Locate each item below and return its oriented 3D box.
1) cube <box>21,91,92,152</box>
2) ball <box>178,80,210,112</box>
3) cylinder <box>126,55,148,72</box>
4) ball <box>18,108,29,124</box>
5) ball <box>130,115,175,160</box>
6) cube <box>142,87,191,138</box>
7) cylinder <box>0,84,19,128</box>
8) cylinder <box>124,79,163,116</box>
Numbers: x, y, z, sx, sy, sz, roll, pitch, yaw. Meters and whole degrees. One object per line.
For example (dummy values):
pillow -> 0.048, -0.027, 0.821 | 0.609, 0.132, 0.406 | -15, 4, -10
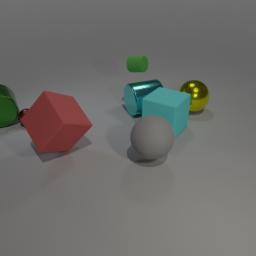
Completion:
cube -> -2.343, -0.179, 9.257 | 1.400, 1.400, 1.400 | 54, 22, 21
ball -> 2.861, -1.401, 12.277 | 1.400, 1.400, 1.400 | 0, 29, 0
cylinder -> 0.404, -2.732, 11.951 | 0.700, 0.700, 0.700 | 8, 29, 33
ball -> -4.087, -0.446, 11.355 | 0.700, 0.700, 0.700 | 0, 29, 0
ball -> 0.768, 0.297, 8.867 | 1.400, 1.400, 1.400 | 0, 29, 0
cube -> 1.476, -0.605, 10.918 | 1.400, 1.400, 1.400 | 18, 34, 28
cylinder -> -5.303, -0.930, 11.490 | 1.400, 1.400, 1.400 | -13, 32, -21
cylinder -> 0.700, -1.336, 12.223 | 1.400, 1.400, 1.400 | -12, 32, -20
